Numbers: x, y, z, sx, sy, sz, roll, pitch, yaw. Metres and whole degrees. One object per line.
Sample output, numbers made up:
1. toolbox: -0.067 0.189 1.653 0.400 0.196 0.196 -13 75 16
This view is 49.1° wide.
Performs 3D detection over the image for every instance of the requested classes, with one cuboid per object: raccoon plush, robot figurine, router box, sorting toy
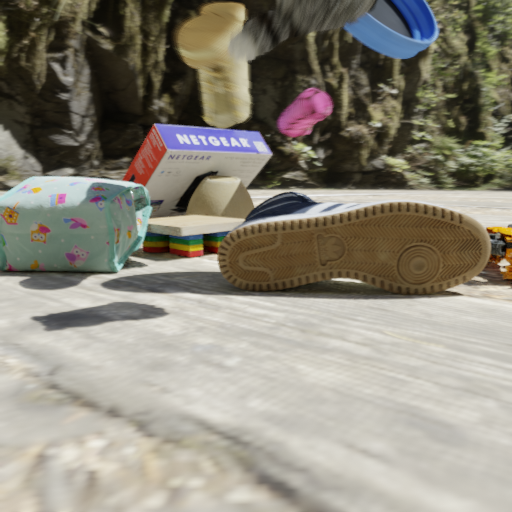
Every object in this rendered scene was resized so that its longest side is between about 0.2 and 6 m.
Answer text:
1. raccoon plush: 0.487 -2.950 5.612 1.978 1.325 0.957 -40 43 -21
2. robot figurine: 4.186 -0.067 8.532 1.792 0.720 2.472 3 8 17
3. router box: -1.796 -2.034 15.059 3.494 0.853 3.135 -8 -29 -43
4. sorting toy: -1.312 -0.393 10.983 1.779 0.623 1.789 8 13 44

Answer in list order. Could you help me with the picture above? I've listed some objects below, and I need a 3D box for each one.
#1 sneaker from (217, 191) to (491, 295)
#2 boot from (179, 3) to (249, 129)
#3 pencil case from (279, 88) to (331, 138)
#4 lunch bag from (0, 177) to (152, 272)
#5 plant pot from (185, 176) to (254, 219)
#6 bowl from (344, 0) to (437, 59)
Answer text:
1. sneaker: 1.297 -0.281 7.886 3.460 1.213 1.877 -2 15 7
2. boot: -0.566 -2.705 8.451 0.811 1.732 2.229 1 35 5
3. pencil case: 1.232 -3.506 13.918 0.882 0.854 1.882 33 -7 -10
4. lunch bag: -2.991 -0.654 9.529 2.018 1.445 2.369 0 20 3
5. plant pot: -0.894 -1.373 14.420 1.889 1.268 1.889 2 17 -1
6. bowl: 1.620 -3.539 7.739 1.986 1.986 0.390 -7 -26 -38
